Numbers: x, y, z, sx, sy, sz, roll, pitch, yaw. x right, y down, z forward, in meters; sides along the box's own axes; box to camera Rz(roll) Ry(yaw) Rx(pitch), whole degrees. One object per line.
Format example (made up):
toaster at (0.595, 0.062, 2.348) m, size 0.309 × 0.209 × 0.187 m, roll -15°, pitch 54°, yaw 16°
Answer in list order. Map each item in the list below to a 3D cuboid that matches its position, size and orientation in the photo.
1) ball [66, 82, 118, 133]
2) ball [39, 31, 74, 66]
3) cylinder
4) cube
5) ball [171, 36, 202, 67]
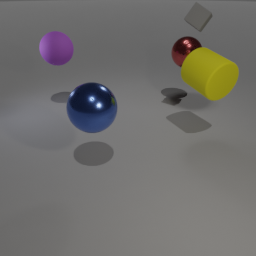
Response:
ball at (-0.988, -0.557, 7.740) m, size 1.400 × 1.400 × 1.400 m, roll 0°, pitch 28°, yaw 0°
ball at (-3.013, -3.357, 11.852) m, size 1.400 × 1.400 × 1.400 m, roll 0°, pitch 28°, yaw 0°
cylinder at (2.788, -1.870, 9.659) m, size 1.400 × 1.400 × 1.400 m, roll -14°, pitch 41°, yaw -25°
cube at (2.559, -4.013, 10.169) m, size 0.700 × 0.700 × 0.700 m, roll 39°, pitch 22°, yaw 7°
ball at (2.669, -3.421, 12.695) m, size 1.400 × 1.400 × 1.400 m, roll 0°, pitch 28°, yaw 0°
